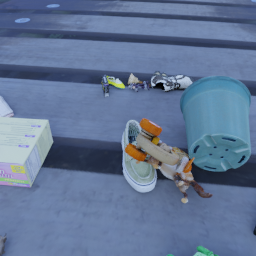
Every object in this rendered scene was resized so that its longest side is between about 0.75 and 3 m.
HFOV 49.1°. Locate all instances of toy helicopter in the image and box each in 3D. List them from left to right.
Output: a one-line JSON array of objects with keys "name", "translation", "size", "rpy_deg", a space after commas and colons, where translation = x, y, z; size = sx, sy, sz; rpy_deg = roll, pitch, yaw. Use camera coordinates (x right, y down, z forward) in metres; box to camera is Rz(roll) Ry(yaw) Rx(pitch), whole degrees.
[{"name": "toy helicopter", "translation": [1.275, 0.746, 8.149], "size": [1.781, 1.062, 2.693], "rpy_deg": [34, 9, 31]}]

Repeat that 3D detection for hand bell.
[{"name": "hand bell", "translation": [0.581, -2.187, 13.415], "size": [1.058, 0.551, 0.551], "rpy_deg": [19, 41, 5]}]

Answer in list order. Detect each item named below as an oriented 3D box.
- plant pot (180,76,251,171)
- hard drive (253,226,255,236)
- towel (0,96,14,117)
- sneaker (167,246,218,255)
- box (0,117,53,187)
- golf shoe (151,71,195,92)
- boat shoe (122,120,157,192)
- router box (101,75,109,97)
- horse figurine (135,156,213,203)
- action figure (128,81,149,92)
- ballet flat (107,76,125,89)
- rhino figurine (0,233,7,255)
[{"name": "plant pot", "translation": [2.911, -0.045, 9.225], "size": [2.440, 2.440, 2.390], "rpy_deg": [6, 46, 7]}, {"name": "hard drive", "translation": [4.327, 2.425, 7.565], "size": [1.317, 0.310, 1.887], "rpy_deg": [23, 44, 27]}, {"name": "towel", "translation": [-5.802, -0.695, 11.569], "size": [1.665, 0.281, 1.743], "rpy_deg": [-25, 44, -28]}, {"name": "sneaker", "translation": [1.927, 3.105, 6.260], "size": [2.331, 0.863, 0.974], "rpy_deg": [-1, 42, -1]}, {"name": "box", "translation": [-3.772, 0.709, 9.149], "size": [1.914, 1.052, 2.177], "rpy_deg": [4, 38, 5]}, {"name": "golf shoe", "translation": [2.049, -2.001, 12.998], "size": [2.016, 0.784, 0.953], "rpy_deg": [9, 57, 13]}, {"name": "boat shoe", "translation": [0.245, 0.819, 9.155], "size": [1.006, 0.867, 2.794], "rpy_deg": [-8, 39, -10]}, {"name": "router box", "translation": [-1.035, -1.923, 12.792], "size": [0.229, 0.689, 0.876], "rpy_deg": [-7, 39, -9]}, {"name": "horse figurine", "translation": [1.293, 1.267, 8.309], "size": [2.533, 0.632, 1.679], "rpy_deg": [37, 18, 11]}, {"name": "action figure", "translation": [0.481, -1.934, 13.115], "size": [1.008, 0.350, 0.656], "rpy_deg": [-5, 45, -1]}, {"name": "ballet flat", "translation": [-0.626, -2.201, 13.367], "size": [1.144, 0.384, 0.382], "rpy_deg": [24, 31, 28]}, {"name": "rhino figurine", "translation": [-3.149, 2.948, 6.868], "size": [0.244, 0.357, 0.815], "rpy_deg": [4, 38, 3]}]
